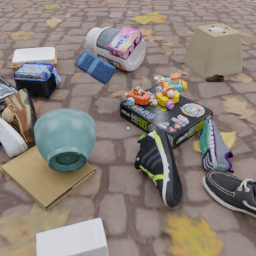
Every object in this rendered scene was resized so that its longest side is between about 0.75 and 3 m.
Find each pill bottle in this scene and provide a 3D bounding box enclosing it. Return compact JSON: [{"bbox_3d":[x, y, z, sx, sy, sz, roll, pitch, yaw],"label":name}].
[{"bbox_3d":[-0.717,-4.151,14.297,2.919,1.745,1.745,30,47,32],"label":"pill bottle"}]

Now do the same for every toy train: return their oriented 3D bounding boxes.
[{"bbox_3d":[1.170,-1.611,10.919,1.978,0.732,2.633,23,43,26],"label":"toy train"}]

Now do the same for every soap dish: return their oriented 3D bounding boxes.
[{"bbox_3d":[-4.593,-3.306,13.944,2.117,0.860,1.665,-8,39,-9],"label":"soap dish"}]

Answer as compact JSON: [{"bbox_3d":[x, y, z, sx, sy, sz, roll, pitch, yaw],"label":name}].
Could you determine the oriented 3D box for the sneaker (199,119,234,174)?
[{"bbox_3d":[2.932,0.613,9.242,0.934,0.794,2.134,16,47,-4],"label":"sneaker"}]

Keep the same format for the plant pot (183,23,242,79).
[{"bbox_3d":[4.299,-3.937,13.870,2.205,1.953,2.203,-12,40,-16],"label":"plant pot"}]

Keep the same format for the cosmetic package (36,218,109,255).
[{"bbox_3d":[-1.297,2.752,6.568,1.562,0.578,0.794,-11,39,-10],"label":"cosmetic package"}]

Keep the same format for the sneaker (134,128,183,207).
[{"bbox_3d":[0.823,1.218,8.432,1.204,1.042,2.907,-20,36,13],"label":"sneaker"}]

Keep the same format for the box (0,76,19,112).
[{"bbox_3d":[-5.560,-1.395,11.769,1.523,0.481,1.931,-29,49,-34],"label":"box"}]

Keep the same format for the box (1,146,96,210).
[{"bbox_3d":[-2.459,1.285,8.657,2.315,0.246,1.892,28,46,31],"label":"box"}]

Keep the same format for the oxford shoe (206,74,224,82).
[{"bbox_3d":[4.095,-2.388,13.189,0.862,0.364,0.313,-3,44,1],"label":"oxford shoe"}]

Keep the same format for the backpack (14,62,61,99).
[{"bbox_3d":[-3.889,-2.280,12.364,1.691,1.246,1.852,7,38,9],"label":"backpack"}]

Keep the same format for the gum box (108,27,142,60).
[{"bbox_3d":[-0.108,-2.909,9.656,0.672,0.392,1.185,24,65,21],"label":"gum box"}]

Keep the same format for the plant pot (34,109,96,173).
[{"bbox_3d":[-1.761,0.502,8.025,1.816,1.816,1.216,-7,51,-8],"label":"plant pot"}]

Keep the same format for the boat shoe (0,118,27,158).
[{"bbox_3d":[-4.302,0.293,9.473,2.220,0.775,0.791,29,52,34],"label":"boat shoe"}]

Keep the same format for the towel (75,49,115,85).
[{"bbox_3d":[-1.238,-2.319,10.703,1.424,0.345,0.795,32,75,-5],"label":"towel"}]

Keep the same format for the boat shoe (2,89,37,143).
[{"bbox_3d":[-3.928,-0.379,10.199,1.098,1.124,2.972,-20,37,-13],"label":"boat shoe"}]

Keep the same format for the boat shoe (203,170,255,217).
[{"bbox_3d":[3.391,1.857,7.414,1.092,0.892,2.957,-30,48,-33],"label":"boat shoe"}]

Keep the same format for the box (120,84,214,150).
[{"bbox_3d":[1.405,-0.566,10.678,2.248,0.621,2.806,-29,47,-32],"label":"box"}]
